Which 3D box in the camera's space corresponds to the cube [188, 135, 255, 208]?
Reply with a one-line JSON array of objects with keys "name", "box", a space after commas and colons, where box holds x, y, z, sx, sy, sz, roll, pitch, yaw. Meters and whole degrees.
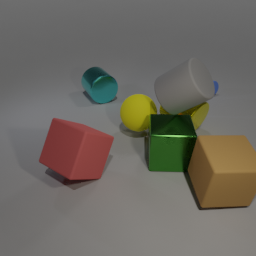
[{"name": "cube", "box": [2.600, 1.156, 7.612, 1.400, 1.400, 1.400, 0, 38, -7]}]

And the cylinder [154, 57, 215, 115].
[{"name": "cylinder", "box": [1.807, -1.311, 8.985, 1.400, 1.400, 1.400, -25, 11, 40]}]

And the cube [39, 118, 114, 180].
[{"name": "cube", "box": [-1.527, 0.638, 8.423, 1.400, 1.400, 1.400, 21, 3, 32]}]

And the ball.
[{"name": "ball", "box": [0.399, -0.572, 10.543, 1.400, 1.400, 1.400, 0, 31, 0]}]

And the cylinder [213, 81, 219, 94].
[{"name": "cylinder", "box": [4.051, -2.057, 14.075, 0.700, 0.700, 0.700, -19, 26, -29]}]

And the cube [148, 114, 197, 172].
[{"name": "cube", "box": [1.389, 0.472, 9.215, 1.400, 1.400, 1.400, 1, 31, 2]}]

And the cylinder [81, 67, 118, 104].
[{"name": "cylinder", "box": [-1.383, -2.086, 13.535, 1.400, 1.400, 1.400, -14, 34, -22]}]

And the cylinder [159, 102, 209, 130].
[{"name": "cylinder", "box": [2.193, -0.717, 10.958, 1.400, 1.400, 1.400, -27, 52, -37]}]
